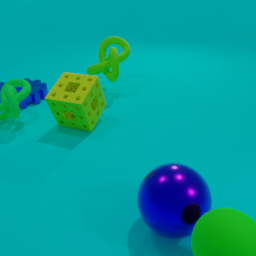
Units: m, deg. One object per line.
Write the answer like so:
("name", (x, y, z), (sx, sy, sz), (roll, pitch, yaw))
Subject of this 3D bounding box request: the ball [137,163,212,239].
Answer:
("ball", (0.738, 1.152, 4.505), (1.177, 1.177, 1.177), (0, 30, 0))

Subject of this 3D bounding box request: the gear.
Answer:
("gear", (-3.661, -1.176, 9.335), (1.873, 0.346, 1.873), (0, 30, 0))

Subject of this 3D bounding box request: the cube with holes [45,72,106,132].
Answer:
("cube with holes", (-1.352, -0.706, 7.513), (1.046, 1.046, 1.046), (10, 53, 19))

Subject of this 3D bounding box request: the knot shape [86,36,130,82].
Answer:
("knot shape", (-0.586, -2.374, 9.423), (1.693, 0.782, 1.585), (10, 71, 53))

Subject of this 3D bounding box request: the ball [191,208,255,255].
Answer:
("ball", (1.266, 1.481, 3.551), (0.906, 0.906, 0.906), (0, 30, 0))

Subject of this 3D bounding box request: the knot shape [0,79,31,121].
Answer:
("knot shape", (-3.147, -0.813, 7.604), (1.377, 0.636, 1.289), (-24, 45, 47))
